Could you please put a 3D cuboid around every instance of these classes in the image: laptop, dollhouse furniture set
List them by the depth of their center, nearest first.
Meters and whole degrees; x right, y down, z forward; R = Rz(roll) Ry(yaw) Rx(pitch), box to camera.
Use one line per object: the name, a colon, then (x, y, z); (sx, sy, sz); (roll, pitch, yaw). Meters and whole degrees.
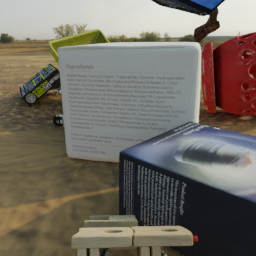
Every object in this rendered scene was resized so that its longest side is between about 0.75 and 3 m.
dollhouse furniture set: (0.040, 1.405, 2.684); (0.965, 0.970, 1.377); (0, -11, -2)
laptop: (1.536, -3.841, 7.465); (2.243, 1.158, 1.988); (2, 33, -25)

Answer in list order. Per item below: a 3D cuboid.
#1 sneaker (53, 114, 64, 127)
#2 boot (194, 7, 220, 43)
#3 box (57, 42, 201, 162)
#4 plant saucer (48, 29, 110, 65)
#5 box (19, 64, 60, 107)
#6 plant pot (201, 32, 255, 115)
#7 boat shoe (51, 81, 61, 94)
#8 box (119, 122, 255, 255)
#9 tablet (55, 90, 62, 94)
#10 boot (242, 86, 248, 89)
sneaker: (-1.493, -0.224, 7.976); (1.275, 0.424, 0.577); (8, 22, 27)
boot: (2.734, -3.762, 10.033); (0.366, 1.063, 1.141); (1, -10, -26)
box: (0.258, -0.756, 6.469); (2.745, 2.351, 2.731); (5, 19, 13)
plant saucer: (-1.328, -2.232, 10.856); (0.700, 2.922, 2.918); (-33, 3, 43)
box: (-3.493, -1.783, 11.189); (1.718, 0.475, 2.144); (-41, 28, -6)
plant pot: (3.624, -1.645, 9.022); (2.400, 2.636, 2.636); (-4, 16, 19)
boat shoe: (-3.063, -2.063, 12.461); (2.660, 0.822, 0.996); (-18, 42, 31)
box: (1.167, 0.769, 3.825); (1.854, 1.152, 1.869); (17, 25, 38)
tablet: (-2.830, -1.653, 12.877); (0.708, 0.074, 1.088); (-13, 23, -35)
boot: (4.945, -1.788, 12.135); (2.360, 0.891, 2.695); (11, 18, -7)
